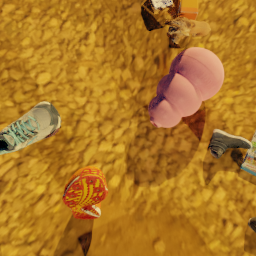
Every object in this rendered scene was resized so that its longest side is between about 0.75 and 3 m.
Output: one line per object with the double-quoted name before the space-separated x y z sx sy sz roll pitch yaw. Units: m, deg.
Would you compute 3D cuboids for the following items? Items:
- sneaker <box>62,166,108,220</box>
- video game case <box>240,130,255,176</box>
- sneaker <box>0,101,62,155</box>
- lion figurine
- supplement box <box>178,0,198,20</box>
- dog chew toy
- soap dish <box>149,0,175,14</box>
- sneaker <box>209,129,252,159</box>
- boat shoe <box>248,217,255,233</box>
"sneaker" -1.025 1.403 6.604 0.976 2.674 1.032 2 60 -11
"video game case" 4.142 0.712 8.174 1.193 0.148 1.666 27 73 8
"sneaker" -2.282 0.124 6.197 1.985 0.857 0.770 -30 97 32
"lion figurine" 1.812 -2.863 8.021 1.862 1.140 0.675 -18 113 -27
"supplement box" 2.089 -4.560 9.769 0.612 0.632 1.838 5 73 1
"dog chew toy" 1.573 -1.075 8.112 1.604 1.604 2.577 39 82 12
"soap dish" 1.115 -4.493 9.853 0.757 0.391 0.963 -16 71 -5
"sneaker" 2.897 0.582 8.025 1.134 0.431 0.820 19 61 16
"boat shoe" 3.808 2.864 7.287 1.414 0.403 0.473 38 75 12
